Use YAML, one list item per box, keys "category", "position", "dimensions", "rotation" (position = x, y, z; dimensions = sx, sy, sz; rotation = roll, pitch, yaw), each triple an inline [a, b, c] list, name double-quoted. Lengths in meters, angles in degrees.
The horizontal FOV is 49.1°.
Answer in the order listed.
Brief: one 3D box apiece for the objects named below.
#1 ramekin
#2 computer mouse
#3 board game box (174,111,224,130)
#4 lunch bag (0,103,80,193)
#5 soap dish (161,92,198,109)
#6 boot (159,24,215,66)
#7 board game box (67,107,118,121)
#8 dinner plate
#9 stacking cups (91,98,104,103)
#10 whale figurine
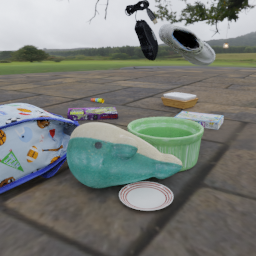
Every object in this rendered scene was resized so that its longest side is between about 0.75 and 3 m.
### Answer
- category: "ramekin"
  position: [1.062, 0.443, 8.155]
  dimensions: [2.155, 1.053, 2.155]
  rotation: [0, 17, 0]
- category: "computer mouse"
  position: [0.612, -2.767, 7.867]
  dimensions: [0.392, 1.704, 1.197]
  rotation: [-34, 19, -20]
- category: "board game box"
  position: [3.053, -0.354, 12.068]
  dimensions: [1.856, 0.318, 1.247]
  rotation: [8, 19, 26]
- category: "lunch bag"
  position: [-3.010, 0.326, 7.287]
  dimensions: [2.980, 1.846, 2.534]
  rotation: [-25, 28, -38]
- category: "soap dish"
  position: [2.810, -1.505, 15.301]
  dimensions: [1.264, 0.652, 1.606]
  rotation: [-16, 23, -42]
- category: "boot"
  position: [2.270, -2.822, 9.885]
  dimensions: [2.496, 0.918, 1.193]
  rotation: [20, 17, -22]
- category: "board game box"
  position: [-1.670, -0.683, 13.202]
  dimensions: [2.288, 0.370, 1.373]
  rotation: [-2, 21, -8]
- category: "dinner plate"
  position: [0.399, 1.519, 6.195]
  dimensions: [1.195, 0.145, 1.195]
  rotation: [-1, 16, 0]
- category: "stacking cups"
  position: [-1.801, -1.634, 16.438]
  dimensions: [0.863, 0.261, 0.261]
  rotation: [11, 20, 36]
- category: "whale figurine"
  position: [-0.147, 0.860, 6.623]
  dimensions: [2.678, 1.390, 2.131]
  rotation: [17, -19, -5]
